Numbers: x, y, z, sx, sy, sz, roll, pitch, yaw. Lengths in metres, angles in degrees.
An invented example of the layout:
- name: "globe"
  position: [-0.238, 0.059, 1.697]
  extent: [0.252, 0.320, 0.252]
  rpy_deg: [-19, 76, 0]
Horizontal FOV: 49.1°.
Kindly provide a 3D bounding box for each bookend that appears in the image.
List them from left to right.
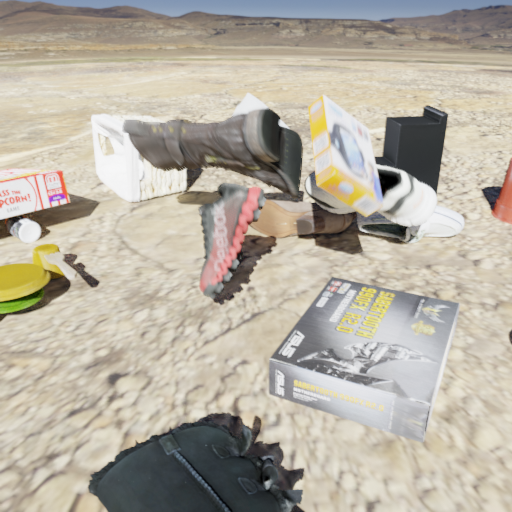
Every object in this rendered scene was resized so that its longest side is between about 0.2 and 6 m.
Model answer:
- name: "bookend"
  position: [3.036, -2.217, 12.993]
  extent: [2.266, 2.252, 1.044]
  rpy_deg: [-5, 26, -9]

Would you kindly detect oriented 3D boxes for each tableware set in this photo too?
- name: "tableware set"
  position: [-5.065, 0.598, 9.053]
  extent: [4.017, 0.616, 2.706]
  rpy_deg: [-16, 27, -29]

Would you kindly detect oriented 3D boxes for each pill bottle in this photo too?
- name: "pill bottle"
  position: [-4.883, -0.603, 11.628]
  extent: [0.468, 0.468, 0.882]
  rpy_deg: [-23, 34, -40]

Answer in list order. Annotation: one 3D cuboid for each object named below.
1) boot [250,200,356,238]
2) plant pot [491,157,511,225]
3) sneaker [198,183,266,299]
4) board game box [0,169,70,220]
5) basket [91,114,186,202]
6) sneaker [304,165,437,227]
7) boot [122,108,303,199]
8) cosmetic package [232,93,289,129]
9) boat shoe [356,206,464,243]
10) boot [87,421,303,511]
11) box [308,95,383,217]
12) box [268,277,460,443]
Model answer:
- name: "boot"
  position: [0.991, -0.874, 12.020]
  extent: [2.167, 0.761, 1.585]
  rpy_deg: [19, 26, 36]
- name: "plant pot"
  position: [6.087, -1.488, 12.495]
  extent: [1.377, 1.339, 1.377]
  rpy_deg: [0, 25, 0]
- name: "sneaker"
  position: [-0.560, -0.297, 8.507]
  extent: [0.906, 1.856, 0.656]
  rpy_deg: [22, -8, -2]
- name: "board game box"
  position: [-5.881, -1.287, 12.108]
  extent: [2.436, 0.745, 3.216]
  rpy_deg: [-21, 21, -38]
- name: "basket"
  position: [-3.023, -2.634, 14.453]
  extent: [1.623, 1.784, 2.631]
  rpy_deg: [-13, 28, -30]
- name: "sneaker"
  position: [1.921, -1.353, 10.430]
  extent: [2.824, 1.041, 1.130]
  rpy_deg: [15, -11, 47]
- name: "boot"
  position: [-0.693, -1.996, 10.999]
  extent: [2.828, 1.125, 3.249]
  rpy_deg: [0, -16, 22]
- name: "cosmetic package"
  position: [0.115, -3.289, 14.483]
  extent: [0.719, 1.000, 1.773]
  rpy_deg: [19, 28, -46]
- name: "boat shoe"
  position: [3.118, -0.582, 11.460]
  extent: [2.191, 0.806, 0.732]
  rpy_deg: [8, 56, 7]
- name: "boot"
  position: [-0.746, 2.454, 4.467]
  extent: [2.735, 1.012, 2.241]
  rpy_deg: [-8, 27, -33]
- name: "box"
  position: [1.303, -1.572, 8.304]
  extent: [1.086, 0.378, 1.824]
  rpy_deg: [26, 49, -34]
- name: "box"
  position: [1.541, 1.219, 7.567]
  extent: [1.971, 0.602, 2.489]
  rpy_deg: [11, 28, 24]
